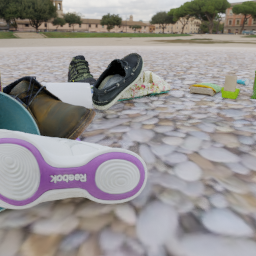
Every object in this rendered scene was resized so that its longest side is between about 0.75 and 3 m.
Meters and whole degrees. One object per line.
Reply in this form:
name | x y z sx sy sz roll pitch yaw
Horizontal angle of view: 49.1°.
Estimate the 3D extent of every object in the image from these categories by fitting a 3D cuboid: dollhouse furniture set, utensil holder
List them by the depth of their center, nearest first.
utensil holder | -1.689 -0.729 7.691 1.268 1.077 1.077 -4 20 -15
dollhouse furniture set | 3.731 -1.788 10.781 2.627 1.014 1.313 12 22 31

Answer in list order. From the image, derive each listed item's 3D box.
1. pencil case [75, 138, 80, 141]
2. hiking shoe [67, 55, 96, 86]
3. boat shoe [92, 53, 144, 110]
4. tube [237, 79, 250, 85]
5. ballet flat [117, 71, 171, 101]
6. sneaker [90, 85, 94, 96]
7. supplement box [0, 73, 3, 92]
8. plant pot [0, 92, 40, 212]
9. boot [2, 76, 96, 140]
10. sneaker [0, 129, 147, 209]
pencil case | -1.049 0.354 5.505 0.434 0.442 1.034 39 -2 -34
hiking shoe | -2.067 -2.341 11.792 1.033 1.373 2.727 -11 21 -24
boat shoe | -0.326 -1.730 8.851 0.961 0.853 2.572 25 60 29
tube | 5.285 -2.186 13.149 0.386 0.251 0.997 4 13 -14
ballet flat | 0.551 -1.665 10.558 2.944 0.941 1.114 -15 24 -38
sneaker | -1.258 -1.460 10.788 0.387 0.394 1.023 8 20 26
supplement box | -3.606 -0.408 5.547 1.486 1.885 2.879 -15 26 -39
plant pot | -2.290 0.358 4.049 1.134 1.683 1.683 -8 10 40
boot | -1.678 -0.326 5.185 2.659 1.289 0.993 -5 44 53
sneaker | -1.075 0.610 4.033 2.545 0.953 1.268 10 -4 -15
